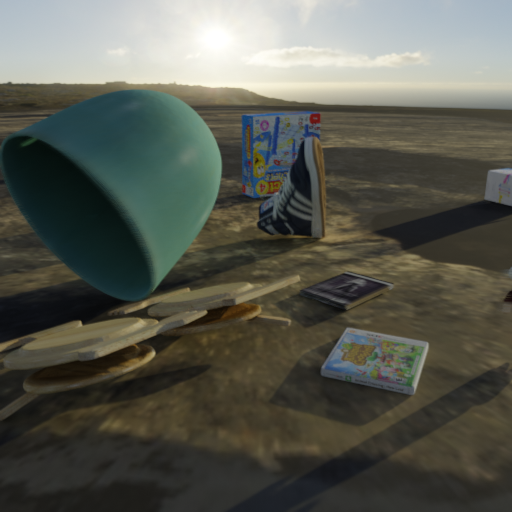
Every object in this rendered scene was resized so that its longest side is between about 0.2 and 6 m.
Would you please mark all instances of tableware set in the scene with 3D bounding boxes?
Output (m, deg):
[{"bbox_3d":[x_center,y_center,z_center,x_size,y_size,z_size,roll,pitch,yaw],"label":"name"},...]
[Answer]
[{"bbox_3d":[-1.113,0.930,6.310,2.202,0.668,3.332,-9,4,38],"label":"tableware set"}]

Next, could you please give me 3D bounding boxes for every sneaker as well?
[{"bbox_3d":[0.610,-1.169,10.425,1.327,2.446,0.857,1,54,10],"label":"sneaker"}]

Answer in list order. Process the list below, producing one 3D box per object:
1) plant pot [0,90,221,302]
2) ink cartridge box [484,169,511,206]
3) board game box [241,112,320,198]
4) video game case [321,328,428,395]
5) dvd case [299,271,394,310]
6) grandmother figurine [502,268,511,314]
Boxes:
[{"bbox_3d":[-1.801,-1.084,8.070,2.747,2.747,2.204,14,47,36],"label":"plant pot"},{"bbox_3d":[6.439,-1.672,13.839,0.784,0.764,1.220,-10,21,-27],"label":"ink cartridge box"},{"bbox_3d":[0.669,-2.703,14.832,2.122,2.078,0.593,-11,22,-28],"label":"board game box"},{"bbox_3d":[1.398,1.184,6.491,1.021,0.124,1.121,8,21,22],"label":"video game case"},{"bbox_3d":[1.380,0.508,8.490,1.197,0.096,0.890,-18,23,-41],"label":"dvd case"},{"bbox_3d":[3.243,0.583,6.716,0.613,1.011,0.306,-6,-8,-11],"label":"grandmother figurine"}]
